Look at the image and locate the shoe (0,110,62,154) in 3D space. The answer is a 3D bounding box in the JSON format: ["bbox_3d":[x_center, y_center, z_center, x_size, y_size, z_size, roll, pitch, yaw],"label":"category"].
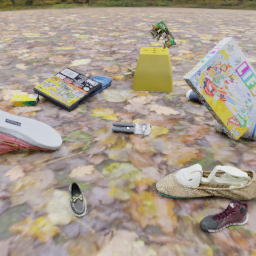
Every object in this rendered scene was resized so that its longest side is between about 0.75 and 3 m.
[{"bbox_3d":[-3.785,0.354,9.554,2.824,1.285,1.009,21,36,-23],"label":"shoe"}]

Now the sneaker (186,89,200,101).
[{"bbox_3d":[3.722,-1.739,13.391,1.233,0.649,1.707,12,40,40],"label":"sneaker"}]

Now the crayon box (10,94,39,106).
[{"bbox_3d":[-4.828,-1.299,13.087,1.185,0.301,0.752,-1,30,-4],"label":"crayon box"}]

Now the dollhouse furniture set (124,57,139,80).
[{"bbox_3d":[0.249,-3.597,16.196,1.369,1.211,0.761,-16,33,-27],"label":"dollhouse furniture set"}]

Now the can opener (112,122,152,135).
[{"bbox_3d":[0.143,0.025,10.802,1.516,0.399,0.504,4,-5,5],"label":"can opener"}]

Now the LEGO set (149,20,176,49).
[{"bbox_3d":[1.007,-2.863,8.840,0.569,0.982,0.755,-31,24,35],"label":"LEGO set"}]

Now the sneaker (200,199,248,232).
[{"bbox_3d":[2.358,2.042,6.807,1.262,0.729,0.478,-9,31,-15],"label":"sneaker"}]

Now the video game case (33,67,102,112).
[{"bbox_3d":[-2.862,-1.910,13.361,2.443,0.312,2.208,28,52,26],"label":"video game case"}]

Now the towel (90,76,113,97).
[{"bbox_3d":[-1.758,-2.268,14.592,1.138,0.495,2.038,13,33,23],"label":"towel"}]

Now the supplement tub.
[{"bbox_3d":[4.143,-0.233,10.460,1.611,1.063,1.063,14,32,24],"label":"supplement tub"}]

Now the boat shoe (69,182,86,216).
[{"bbox_3d":[-1.377,1.885,7.488,0.386,0.326,1.084,-10,31,-17],"label":"boat shoe"}]

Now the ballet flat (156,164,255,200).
[{"bbox_3d":[2.184,1.405,7.742,2.788,0.910,0.983,0,30,1],"label":"ballet flat"}]

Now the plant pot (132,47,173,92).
[{"bbox_3d":[1.357,-3.190,14.833,2.114,1.865,2.114,3,31,6],"label":"plant pot"}]

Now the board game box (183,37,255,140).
[{"bbox_3d":[2.825,-1.040,7.727,1.579,2.349,0.402,-45,19,-1],"label":"board game box"}]
